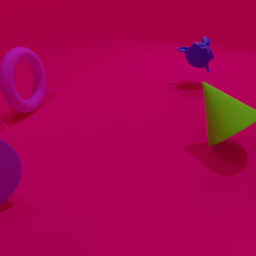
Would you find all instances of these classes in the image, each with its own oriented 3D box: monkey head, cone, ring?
[{"bbox_3d":[2.661,-2.811,10.462,1.541,0.928,1.108,31,53,-13],"label":"monkey head"},{"bbox_3d":[2.176,-0.522,6.702,1.407,1.407,1.413,-26,81,-36],"label":"cone"},{"bbox_3d":[-3.076,-1.414,8.340,0.385,1.927,1.927,2,30,17],"label":"ring"},{"bbox_3d":[-2.940,0.679,5.443,1.387,1.387,1.392,-19,20,-28],"label":"cone"}]

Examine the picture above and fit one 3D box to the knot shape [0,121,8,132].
[{"bbox_3d":[-3.493,-0.119,6.971,1.137,1.064,0.526,38,44,20],"label":"knot shape"}]
